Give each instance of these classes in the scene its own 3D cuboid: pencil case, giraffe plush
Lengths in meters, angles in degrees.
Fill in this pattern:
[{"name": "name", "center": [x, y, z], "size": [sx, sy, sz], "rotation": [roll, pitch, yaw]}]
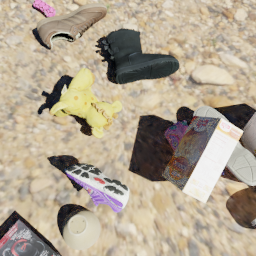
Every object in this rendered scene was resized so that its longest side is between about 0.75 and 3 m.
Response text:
[{"name": "pencil case", "center": [-3.431, -4.895, 11.421], "size": [0.977, 0.443, 0.458], "rotation": [37, 72, 21]}, {"name": "giraffe plush", "center": [-1.144, -0.636, 8.446], "size": [1.696, 2.091, 1.805], "rotation": [35, 96, -8]}, {"name": "pencil case", "center": [1.864, 0.699, 8.073], "size": [0.842, 0.842, 1.926], "rotation": [-25, 63, -13]}]

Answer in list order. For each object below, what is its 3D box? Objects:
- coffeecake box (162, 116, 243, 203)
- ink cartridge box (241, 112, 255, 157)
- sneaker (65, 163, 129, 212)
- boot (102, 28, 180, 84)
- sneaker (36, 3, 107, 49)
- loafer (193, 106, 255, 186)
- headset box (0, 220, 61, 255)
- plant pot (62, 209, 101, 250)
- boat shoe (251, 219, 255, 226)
[{"name": "coffeecake box", "center": [1.750, 0.672, 6.877], "size": [0.675, 1.419, 1.849], "rotation": [29, 88, -12]}, {"name": "ink cartridge box", "center": [4.413, 0.742, 7.651], "size": [1.525, 1.486, 2.372], "rotation": [-9, 61, -5]}, {"name": "sneaker", "center": [-0.841, 1.450, 6.741], "size": [1.786, 0.745, 0.720], "rotation": [27, 22, 24]}, {"name": "boot", "center": [0.410, -2.660, 9.923], "size": [2.440, 0.903, 1.999], "rotation": [-12, 62, -2]}, {"name": "sneaker", "center": [-1.975, -3.825, 10.688], "size": [2.797, 0.985, 1.057], "rotation": [-23, 85, -11]}, {"name": "loafer", "center": [2.814, 0.554, 8.189], "size": [0.970, 0.848, 2.698], "rotation": [-33, 62, 1]}, {"name": "headset box", "center": [-2.584, 3.117, 6.853], "size": [1.539, 0.577, 1.144], "rotation": [32, 66, 17]}, {"name": "plant pot", "center": [-1.235, 2.529, 7.130], "size": [1.013, 0.680, 1.013], "rotation": [0, 61, 0]}, {"name": "boat shoe", "center": [4.596, 2.325, 7.068], "size": [2.894, 1.040, 0.861], "rotation": [-9, 58, -11]}]
